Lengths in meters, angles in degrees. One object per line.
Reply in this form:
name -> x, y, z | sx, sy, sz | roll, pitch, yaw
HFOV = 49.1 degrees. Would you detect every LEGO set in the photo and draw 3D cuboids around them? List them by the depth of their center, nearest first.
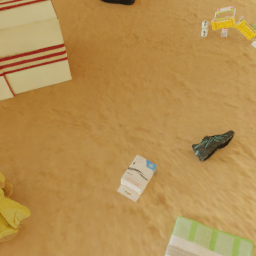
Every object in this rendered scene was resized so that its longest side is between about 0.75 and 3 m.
LEGO set -> 3.750, -3.619, 9.756 | 2.255, 1.037, 0.839 | 14, 60, 10

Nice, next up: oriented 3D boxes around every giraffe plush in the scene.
giraffe plush -> -3.044, 1.479, 6.102 | 1.501, 1.740, 1.411 | -22, 29, -11

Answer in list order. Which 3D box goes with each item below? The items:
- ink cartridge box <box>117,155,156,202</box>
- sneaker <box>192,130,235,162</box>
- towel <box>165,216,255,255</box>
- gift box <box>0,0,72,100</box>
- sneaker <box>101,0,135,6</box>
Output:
ink cartridge box -> 0.213, 1.206, 6.792 | 0.567, 0.332, 0.978 | 26, 59, 17
sneaker -> 2.243, 0.348, 7.314 | 1.279, 0.482, 0.507 | -29, 58, -20
towel -> 1.493, 3.080, 5.449 | 1.778, 0.366, 2.383 | 17, 56, 11
gift box -> -3.407, -2.807, 8.164 | 2.671, 2.860, 2.640 | -18, 52, -11
sneaker -> -0.482, -5.492, 11.418 | 1.745, 0.610, 0.785 | 14, 49, 5
